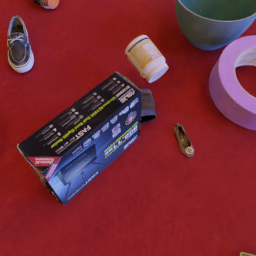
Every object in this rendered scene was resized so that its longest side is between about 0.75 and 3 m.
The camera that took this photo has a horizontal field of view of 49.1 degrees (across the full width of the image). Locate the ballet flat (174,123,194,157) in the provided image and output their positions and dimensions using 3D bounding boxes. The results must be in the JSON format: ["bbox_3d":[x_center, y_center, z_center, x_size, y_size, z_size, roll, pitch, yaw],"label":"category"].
[{"bbox_3d":[1.628,0.324,8.187,0.378,0.260,1.121,-12,60,-7],"label":"ballet flat"}]

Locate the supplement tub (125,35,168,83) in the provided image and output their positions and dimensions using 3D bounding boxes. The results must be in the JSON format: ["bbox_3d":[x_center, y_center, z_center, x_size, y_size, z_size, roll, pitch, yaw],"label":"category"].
[{"bbox_3d":[0.562,-2.037,8.330,0.860,0.860,1.191,-33,82,-18],"label":"supplement tub"}]

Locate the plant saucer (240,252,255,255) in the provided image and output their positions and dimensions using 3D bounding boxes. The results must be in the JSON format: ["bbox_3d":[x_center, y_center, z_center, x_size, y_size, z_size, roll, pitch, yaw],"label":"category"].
[{"bbox_3d":[3.035,3.534,6.241,1.179,0.282,1.177,11,60,7],"label":"plant saucer"}]

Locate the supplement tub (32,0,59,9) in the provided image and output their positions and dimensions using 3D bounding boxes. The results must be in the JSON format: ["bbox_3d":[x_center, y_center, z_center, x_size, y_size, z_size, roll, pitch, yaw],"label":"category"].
[{"bbox_3d":[-3.455,-5.372,11.309,1.301,0.797,0.797,33,65,18],"label":"supplement tub"}]

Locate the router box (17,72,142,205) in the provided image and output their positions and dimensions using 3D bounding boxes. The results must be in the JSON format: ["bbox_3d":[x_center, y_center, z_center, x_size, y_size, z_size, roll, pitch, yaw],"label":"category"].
[{"bbox_3d":[-0.972,0.330,7.030,0.925,2.232,2.979,40,67,21],"label":"router box"}]

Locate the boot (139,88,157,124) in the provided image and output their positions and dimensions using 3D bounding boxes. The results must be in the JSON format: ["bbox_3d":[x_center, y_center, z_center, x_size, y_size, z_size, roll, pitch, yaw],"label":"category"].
[{"bbox_3d":[-0.119,-0.559,8.431,2.058,0.769,0.997,-13,58,-10],"label":"boot"}]

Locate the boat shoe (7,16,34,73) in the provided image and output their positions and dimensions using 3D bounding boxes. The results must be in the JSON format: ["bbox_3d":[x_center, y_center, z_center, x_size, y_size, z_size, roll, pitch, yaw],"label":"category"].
[{"bbox_3d":[-3.911,-2.993,9.845,0.849,0.836,2.356,-15,60,-9],"label":"boat shoe"}]

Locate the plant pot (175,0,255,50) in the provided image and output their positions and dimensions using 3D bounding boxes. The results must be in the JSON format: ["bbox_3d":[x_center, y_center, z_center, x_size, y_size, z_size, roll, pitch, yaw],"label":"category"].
[{"bbox_3d":[2.918,-3.855,9.748,2.805,1.889,2.805,0,59,0],"label":"plant pot"}]

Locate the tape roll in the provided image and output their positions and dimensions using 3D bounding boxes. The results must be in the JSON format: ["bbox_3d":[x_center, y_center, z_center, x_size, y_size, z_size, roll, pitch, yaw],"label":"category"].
[{"bbox_3d":[4.033,-1.404,8.597,2.866,0.940,2.866,1,67,-2],"label":"tape roll"}]
